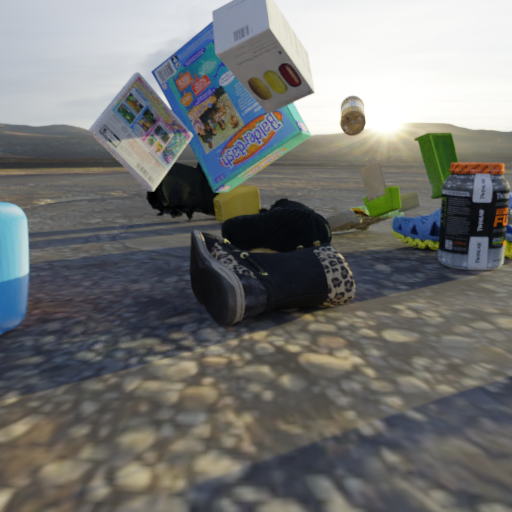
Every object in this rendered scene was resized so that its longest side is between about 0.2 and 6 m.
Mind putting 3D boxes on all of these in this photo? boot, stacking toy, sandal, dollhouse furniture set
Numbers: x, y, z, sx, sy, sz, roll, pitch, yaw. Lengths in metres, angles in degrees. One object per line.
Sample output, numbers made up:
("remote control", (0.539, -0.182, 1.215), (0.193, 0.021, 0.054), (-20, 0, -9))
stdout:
("boot", (0.789, -0.661, 11.492), (2.459, 0.939, 2.066), (0, 14, 35))
("boot", (-1.843, -2.317, 15.415), (2.303, 2.811, 1.040), (5, -15, -32))
("stacking toy", (-3.844, 0.168, 7.000), (1.618, 1.530, 2.787), (1, -1, -28))
("sandal", (4.064, -0.677, 11.100), (2.749, 1.197, 1.093), (4, 14, 29))
("dollhouse furniture set", (2.748, -1.453, 12.086), (1.630, 1.259, 3.261), (-9, -7, -35))
("boot", (0.082, 0.182, 7.588), (1.786, 0.868, 2.372), (-5, 16, -17))

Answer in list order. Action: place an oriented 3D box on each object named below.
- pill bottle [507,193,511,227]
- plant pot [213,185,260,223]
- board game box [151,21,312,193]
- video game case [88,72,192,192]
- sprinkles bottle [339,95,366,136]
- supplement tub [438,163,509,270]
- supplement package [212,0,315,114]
("pill bottle", (5.801, -0.941, 12.826), (0.560, 0.985, 0.560), (-1, 11, 0))
("plant pot", (-0.537, -1.252, 14.601), (1.010, 0.988, 0.981), (-14, 16, -22))
("board game box", (-0.592, -3.362, 12.304), (2.427, 3.191, 0.718), (-30, -7, 24))
("video game case", (-1.863, -2.032, 9.281), (0.172, 1.325, 1.455), (6, -32, 46))
("sprinkles bottle", (1.941, -2.847, 11.266), (0.525, 0.525, 1.538), (2, 26, 8))
("supplement tub", (3.745, -0.705, 9.658), (1.090, 1.779, 1.090), (0, 12, 0))
("supplement package", (0.172, -3.539, 9.812), (1.052, 1.013, 1.849), (-18, -27, 24))
